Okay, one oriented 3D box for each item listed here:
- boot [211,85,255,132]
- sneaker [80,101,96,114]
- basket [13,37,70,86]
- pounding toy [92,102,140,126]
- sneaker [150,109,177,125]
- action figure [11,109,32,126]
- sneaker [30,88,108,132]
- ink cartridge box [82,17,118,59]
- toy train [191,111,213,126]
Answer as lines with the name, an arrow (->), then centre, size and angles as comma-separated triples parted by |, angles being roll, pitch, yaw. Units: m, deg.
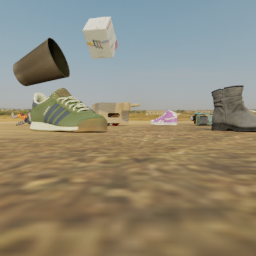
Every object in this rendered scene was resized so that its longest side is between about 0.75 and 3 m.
boot -> 3.420, -0.620, 8.442 | 0.762, 1.438, 2.184 | 0, 1, -42
sneaker -> -2.257, -0.343, 9.970 | 2.723, 0.905, 1.232 | -5, -15, 33
basket -> -3.945, -2.771, 12.535 | 2.050, 1.848, 1.394 | -18, 21, 15
pounding toy -> -0.499, -0.725, 15.055 | 2.391, 1.245, 2.722 | -1, 2, -18
sneaker -> 2.265, -0.678, 17.721 | 1.783, 1.017, 0.646 | -1, 3, 26
action figure -> -5.376, -0.374, 15.708 | 1.731, 0.936, 1.790 | 8, -21, 27
sneaker -> -1.903, -0.562, 8.390 | 2.943, 1.321, 0.987 | 1, 2, 34
ink cartridge box -> -1.012, -3.373, 10.507 | 0.897, 0.901, 1.240 | 1, -42, 15
toy train -> 4.657, -0.481, 16.274 | 1.920, 0.818, 1.094 | 2, 14, -11
